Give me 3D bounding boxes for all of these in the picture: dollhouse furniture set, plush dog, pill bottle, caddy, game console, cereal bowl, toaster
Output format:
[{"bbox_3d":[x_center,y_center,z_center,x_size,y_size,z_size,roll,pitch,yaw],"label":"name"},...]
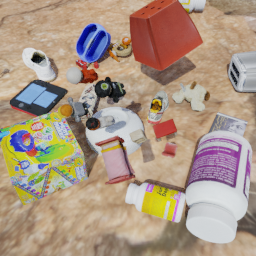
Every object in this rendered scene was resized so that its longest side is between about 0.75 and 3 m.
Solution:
[{"bbox_3d":[0.202,0.359,4.311,1.256,0.511,0.676,-21,76,9],"label":"dollhouse furniture set"},{"bbox_3d":[2.481,-1.340,10.544,1.316,1.056,1.131,26,28,23],"label":"plush dog"},{"bbox_3d":[2.358,1.476,7.334,1.518,1.518,2.703,16,48,15],"label":"pill bottle"},{"bbox_3d":[2.925,-7.344,15.784,2.727,1.559,1.559,4,46,4],"label":"pill bottle"},{"bbox_3d":[-1.518,-3.688,12.159,1.206,1.705,0.895,36,23,2],"label":"caddy"},{"bbox_3d":[-3.441,-1.176,10.751,1.563,0.274,1.767,18,49,17],"label":"game console"},{"bbox_3d":[-0.431,-0.029,9.268,1.989,0.828,1.989,1,46,-1],"label":"cereal bowl"},{"bbox_3d":[4.889,-2.175,11.065,1.388,1.221,2.149,-3,44,2],"label":"toaster"},{"bbox_3d":[0.717,1.914,7.418,1.488,0.776,0.776,13,47,12],"label":"pill bottle"}]

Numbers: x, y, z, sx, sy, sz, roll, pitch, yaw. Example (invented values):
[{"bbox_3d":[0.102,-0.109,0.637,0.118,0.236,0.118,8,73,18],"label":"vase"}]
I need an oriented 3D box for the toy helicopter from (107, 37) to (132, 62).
[{"bbox_3d":[-0.728,-3.636,12.885,1.779,0.702,1.176,13,57,14],"label":"toy helicopter"}]

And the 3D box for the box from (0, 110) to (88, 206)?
[{"bbox_3d":[-2.491,0.784,8.197,1.949,1.234,2.024,-21,50,-20],"label":"box"}]

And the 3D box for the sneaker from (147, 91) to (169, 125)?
[{"bbox_3d":[1.141,-0.859,10.172,0.625,0.659,1.605,11,46,11],"label":"sneaker"}]

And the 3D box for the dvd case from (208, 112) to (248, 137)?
[{"bbox_3d":[3.420,0.073,9.653,1.080,0.116,1.453,21,49,19],"label":"dvd case"}]

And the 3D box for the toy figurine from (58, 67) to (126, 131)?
[{"bbox_3d":[-0.937,-0.702,7.005,1.471,1.448,1.023,29,18,23],"label":"toy figurine"}]

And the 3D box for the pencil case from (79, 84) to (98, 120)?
[{"bbox_3d":[-1.427,-0.986,10.312,0.706,0.614,1.579,-1,45,15],"label":"pencil case"}]

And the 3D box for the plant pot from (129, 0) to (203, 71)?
[{"bbox_3d":[1.084,-3.276,9.424,1.853,1.635,1.855,-35,35,-11],"label":"plant pot"}]

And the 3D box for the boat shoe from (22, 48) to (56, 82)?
[{"bbox_3d":[-3.860,-2.957,12.029,0.904,0.885,2.554,-29,53,-25],"label":"boat shoe"}]

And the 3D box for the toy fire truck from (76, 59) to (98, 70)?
[{"bbox_3d":[-1.810,-2.828,12.362,0.660,0.228,0.935,-29,51,-28],"label":"toy fire truck"}]
